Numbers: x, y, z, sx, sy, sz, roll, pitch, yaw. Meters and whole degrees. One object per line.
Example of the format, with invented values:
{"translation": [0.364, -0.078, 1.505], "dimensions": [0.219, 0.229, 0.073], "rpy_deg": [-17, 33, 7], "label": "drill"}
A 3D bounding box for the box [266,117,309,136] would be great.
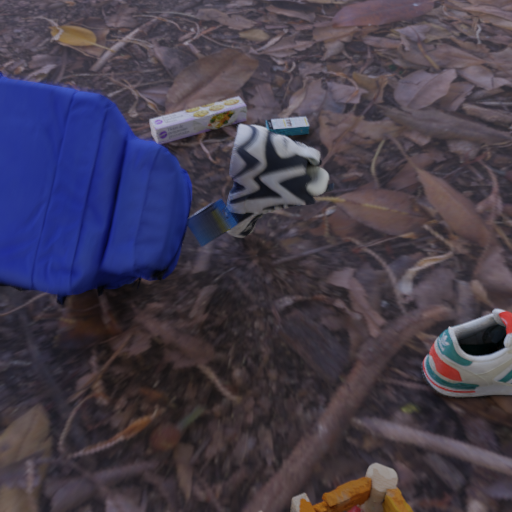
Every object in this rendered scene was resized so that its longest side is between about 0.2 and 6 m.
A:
{"translation": [0.763, -3.151, 13.710], "dimensions": [1.007, 0.247, 0.414], "rpy_deg": [-6, 48, -5], "label": "box"}

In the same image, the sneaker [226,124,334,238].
{"translation": [0.431, -1.124, 10.121], "dimensions": [1.802, 2.769, 1.105], "rpy_deg": [11, 52, 1], "label": "sneaker"}

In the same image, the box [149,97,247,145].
{"translation": [-1.384, -3.325, 13.721], "dimensions": [2.389, 0.462, 0.495], "rpy_deg": [-19, 50, -17], "label": "box"}

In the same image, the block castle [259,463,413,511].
{"translation": [0.608, 4.004, 6.301], "dimensions": [3.209, 1.505, 2.144], "rpy_deg": [-15, 45, -17], "label": "block castle"}

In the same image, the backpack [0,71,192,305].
{"translation": [-2.668, -0.706, 9.136], "dimensions": [3.124, 3.723, 3.025], "rpy_deg": [17, 87, -2], "label": "backpack"}

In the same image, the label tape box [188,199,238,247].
{"translation": [-0.781, -0.608, 9.975], "dimensions": [0.782, 0.564, 0.247], "rpy_deg": [-30, 9, 12], "label": "label tape box"}

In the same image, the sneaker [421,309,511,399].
{"translation": [4.106, 1.449, 8.707], "dimensions": [2.881, 1.347, 1.014], "rpy_deg": [-4, 47, -3], "label": "sneaker"}
